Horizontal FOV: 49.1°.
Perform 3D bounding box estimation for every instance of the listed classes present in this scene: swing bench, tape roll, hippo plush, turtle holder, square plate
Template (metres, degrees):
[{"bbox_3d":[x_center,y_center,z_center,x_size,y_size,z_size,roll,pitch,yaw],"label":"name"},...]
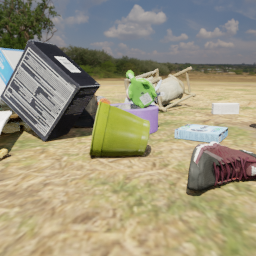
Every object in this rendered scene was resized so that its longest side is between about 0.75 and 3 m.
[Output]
[{"bbox_3d":[1.710,-2.139,15.102,2.676,1.745,2.690,-26,22,-36],"label":"swing bench"},{"bbox_3d":[0.086,-0.353,9.749,1.939,0.824,1.939,0,13,0],"label":"tape roll"},{"bbox_3d":[0.747,-0.924,12.171,1.874,1.492,1.507,-11,40,8],"label":"hippo plush"},{"bbox_3d":[0.349,-1.304,9.601,1.226,0.931,0.870,24,18,-13],"label":"turtle holder"},{"bbox_3d":[-4.696,0.169,7.502,2.764,0.397,2.791,-8,19,-12],"label":"square plate"}]

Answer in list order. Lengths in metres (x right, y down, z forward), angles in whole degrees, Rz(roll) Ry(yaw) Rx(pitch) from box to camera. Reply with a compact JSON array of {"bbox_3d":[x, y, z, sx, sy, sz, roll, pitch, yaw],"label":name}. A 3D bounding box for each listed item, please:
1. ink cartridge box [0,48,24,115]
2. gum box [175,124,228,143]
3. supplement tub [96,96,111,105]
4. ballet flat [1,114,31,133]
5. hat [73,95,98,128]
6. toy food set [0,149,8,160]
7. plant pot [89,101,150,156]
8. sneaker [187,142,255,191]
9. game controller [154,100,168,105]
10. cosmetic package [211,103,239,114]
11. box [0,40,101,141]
[{"bbox_3d":[-4.176,-1.427,10.173,2.832,1.185,2.054,-40,-9,28],"label":"ink cartridge box"},{"bbox_3d":[2.266,0.152,8.624,1.324,0.295,1.125,7,14,31],"label":"gum box"},{"bbox_3d":[-1.501,-1.076,13.027,0.879,0.879,1.434,-11,16,-42],"label":"supplement tub"},{"bbox_3d":[-3.734,-0.151,9.438,0.742,0.696,2.052,34,31,33],"label":"ballet flat"},{"bbox_3d":[-1.950,-0.825,11.170,2.926,1.180,2.926,0,11,0],"label":"hat"},{"bbox_3d":[-3.283,0.648,6.528,0.780,0.190,0.772,4,13,15],"label":"toy food set"},{"bbox_3d":[-0.173,0.129,6.786,1.292,1.342,1.342,11,11,-4],"label":"plant pot"},{"bbox_3d":[1.863,0.685,5.058,1.173,0.768,2.030,10,14,28],"label":"sneaker"},{"bbox_3d":[1.181,-1.604,16.422,2.425,0.511,1.265,5,13,24],"label":"game controller"},{"bbox_3d":[4.574,-0.918,13.180,1.228,0.507,0.311,0,13,-4],"label":"cosmetic package"},{"bbox_3d":[-2.343,-1.115,8.413,2.089,2.072,1.287,43,22,10],"label":"box"}]
